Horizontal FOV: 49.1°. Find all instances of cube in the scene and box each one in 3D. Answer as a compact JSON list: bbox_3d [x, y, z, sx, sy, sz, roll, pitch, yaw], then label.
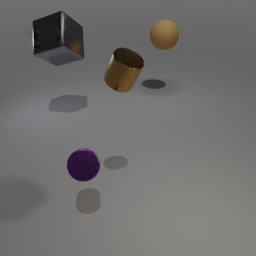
[{"bbox_3d":[-2.663,-3.386,10.826,1.400,1.400,1.400,-8,-9,23],"label":"cube"}]

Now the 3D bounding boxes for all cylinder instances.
[{"bbox_3d":[-0.092,-1.256,6.099,0.700,0.700,0.700,14,47,-16],"label":"cylinder"},{"bbox_3d":[-0.971,0.805,6.216,0.700,0.700,0.700,-4,-3,-7],"label":"cylinder"}]

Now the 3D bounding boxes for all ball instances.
[{"bbox_3d":[1.753,-4.481,13.515,1.400,1.400,1.400,0,30,0],"label":"ball"}]
